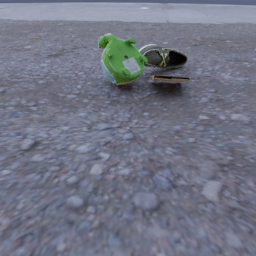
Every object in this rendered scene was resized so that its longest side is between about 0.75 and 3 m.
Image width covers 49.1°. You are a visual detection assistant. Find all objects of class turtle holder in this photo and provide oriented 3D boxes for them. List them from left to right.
[{"bbox_3d":[-0.401,-2.319,9.726,1.868,1.326,1.419,32,63,-12],"label":"turtle holder"}]

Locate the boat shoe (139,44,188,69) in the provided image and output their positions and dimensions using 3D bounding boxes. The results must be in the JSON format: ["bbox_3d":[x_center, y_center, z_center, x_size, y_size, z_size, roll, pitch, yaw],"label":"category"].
[{"bbox_3d":[1.393,-2.794,11.098,2.446,0.874,0.731,-11,29,-40],"label":"boat shoe"}]

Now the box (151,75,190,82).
[{"bbox_3d":[1.391,-1.691,9.597,1.154,0.150,1.412,3,9,-1],"label":"box"}]
